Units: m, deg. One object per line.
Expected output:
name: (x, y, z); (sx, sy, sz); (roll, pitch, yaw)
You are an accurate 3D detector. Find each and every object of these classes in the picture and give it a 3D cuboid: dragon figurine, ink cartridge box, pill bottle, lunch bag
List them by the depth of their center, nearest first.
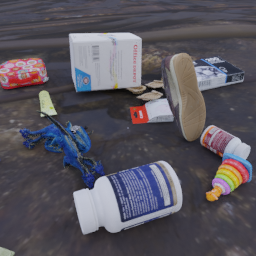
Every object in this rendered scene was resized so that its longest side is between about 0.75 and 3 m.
pill bottle: (-0.031, 1.637, 6.515); (2.298, 1.277, 1.277); (-13, 37, -17)
dragon figurine: (-1.531, 0.448, 7.808); (0.748, 2.543, 1.264); (-28, 6, -38)
pill bottle: (2.970, 0.512, 8.590); (0.734, 0.734, 1.340); (-25, 41, -31)
dragon figurine: (-2.287, 0.326, 8.901); (2.322, 0.683, 1.154); (12, 37, 19)
ink cartridge box: (0.881, -0.657, 10.616); (1.501, 0.428, 1.220); (0, 34, -6)
ink cartridge box: (-0.998, -2.927, 12.100); (2.791, 2.054, 2.019); (-6, 28, -14)
lunch bag: (-4.763, -2.468, 12.755); (2.076, 0.851, 1.829); (-13, 37, -18)
ink cartridge box: (3.481, -2.770, 13.414); (2.834, 0.621, 2.861); (-14, 36, -17)

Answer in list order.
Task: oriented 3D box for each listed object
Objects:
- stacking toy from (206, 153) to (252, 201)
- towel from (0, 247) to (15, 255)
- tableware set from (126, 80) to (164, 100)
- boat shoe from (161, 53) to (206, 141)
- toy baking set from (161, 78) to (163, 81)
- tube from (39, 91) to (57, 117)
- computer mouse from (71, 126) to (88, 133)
stacking toy: (2.552, 1.436, 7.393); (1.457, 0.800, 0.846); (-38, 44, -27)
towel: (-2.845, 2.852, 5.739); (0.666, 0.164, 0.897); (8, 36, 13)
tableware set: (1.092, -1.665, 11.843); (2.208, 0.256, 1.845); (-23, 29, -30)
boat shoe: (1.734, -0.960, 9.018); (1.041, 2.896, 0.938); (-30, 26, -23)
toy baking set: (1.940, -2.498, 12.897); (0.838, 0.127, 1.092); (-7, 53, 43)
tube: (-3.200, -0.932, 11.011); (0.444, 0.398, 1.532); (-40, 43, 10)
computer mouse: (-1.724, 0.072, 9.571); (0.433, 0.173, 0.789); (-43, 28, -27)
